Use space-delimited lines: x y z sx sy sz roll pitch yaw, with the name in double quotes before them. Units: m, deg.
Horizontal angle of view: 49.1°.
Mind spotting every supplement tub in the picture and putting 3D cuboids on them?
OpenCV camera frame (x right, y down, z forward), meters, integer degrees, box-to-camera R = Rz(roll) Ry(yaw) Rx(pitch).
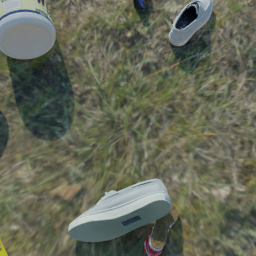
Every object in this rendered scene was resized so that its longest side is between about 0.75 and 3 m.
"supplement tub" -3.435 -3.674 8.885 1.805 1.805 2.489 -18 70 -7

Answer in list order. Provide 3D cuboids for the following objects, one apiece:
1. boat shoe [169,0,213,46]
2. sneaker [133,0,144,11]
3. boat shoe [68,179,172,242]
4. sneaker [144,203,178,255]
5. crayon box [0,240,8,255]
"boat shoe" 2.177 -3.852 9.489 0.865 0.823 2.402 40 73 15
"sneaker" 0.505 -4.886 10.073 0.602 0.579 1.536 0 70 -6
"boat shoe" -0.234 2.036 7.041 2.681 0.935 0.955 -23 35 10
"sneaker" 0.821 2.610 7.116 0.510 0.805 1.432 27 41 13
"crayon box" -3.578 3.190 6.914 1.144 0.291 0.726 -31 71 -11
